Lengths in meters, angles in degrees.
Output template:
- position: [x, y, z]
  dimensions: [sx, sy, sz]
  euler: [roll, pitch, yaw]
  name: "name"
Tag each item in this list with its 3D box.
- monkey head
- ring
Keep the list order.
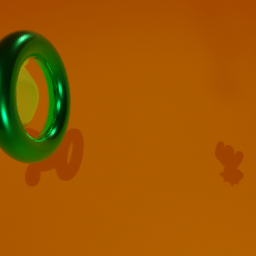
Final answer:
- position: [-1.739, -0.434, 3.241]
  dimensions: [1.318, 1.104, 1.832]
  euler: [17, 46, -7]
  name: "monkey head"
- position: [-0.978, -0.312, 2.944]
  dimensions: [0.274, 1.368, 1.368]
  euler: [1, 50, 14]
  name: "ring"
